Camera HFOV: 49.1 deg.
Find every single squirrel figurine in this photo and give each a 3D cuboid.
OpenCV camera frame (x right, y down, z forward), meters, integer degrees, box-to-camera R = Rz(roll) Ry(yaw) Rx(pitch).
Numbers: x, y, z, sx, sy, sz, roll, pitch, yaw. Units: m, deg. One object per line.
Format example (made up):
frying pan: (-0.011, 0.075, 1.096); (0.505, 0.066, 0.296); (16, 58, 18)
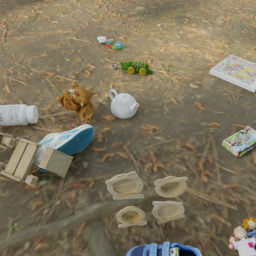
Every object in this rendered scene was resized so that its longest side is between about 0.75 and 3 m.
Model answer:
squirrel figurine: (-1.769, -1.045, 10.966); (1.140, 1.611, 1.504); (-45, 25, -28)

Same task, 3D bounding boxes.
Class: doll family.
doll family: (3.757, 2.978, 7.404); (2.210, 0.996, 1.372); (-18, 52, 5)

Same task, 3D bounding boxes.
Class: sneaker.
sneaker: (0.926, 3.233, 7.048); (1.974, 0.812, 0.730); (1, 45, 3)
sneaker: (-2.297, 0.484, 9.919); (2.475, 0.947, 1.000); (-31, 49, -31)

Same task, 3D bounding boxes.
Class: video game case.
video game case: (5.645, -2.784, 13.896); (2.386, 0.273, 2.171); (32, 51, 30)

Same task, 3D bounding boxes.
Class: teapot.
teapot: (-0.185, -1.042, 11.583); (1.202, 0.878, 1.186); (-2, 43, -1)

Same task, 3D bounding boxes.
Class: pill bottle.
pill bottle: (-4.372, -0.504, 11.036); (1.463, 0.829, 0.829); (-2, 43, -2)

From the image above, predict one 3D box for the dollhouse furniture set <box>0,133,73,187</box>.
dollhouse furniture set: (-3.349, 1.108, 9.357); (2.541, 1.125, 1.317); (14, 75, 26)

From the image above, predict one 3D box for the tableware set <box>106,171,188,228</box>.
tableware set: (0.542, 1.923, 7.350); (1.984, 2.375, 0.276); (-7, 39, 2)

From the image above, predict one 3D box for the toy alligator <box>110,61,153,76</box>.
toy alligator: (0.180, -3.104, 14.043); (2.241, 0.538, 0.743); (9, 43, 9)

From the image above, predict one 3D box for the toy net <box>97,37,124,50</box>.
toy net: (-1.133, -4.816, 16.072); (1.740, 0.336, 0.913); (25, 51, 27)

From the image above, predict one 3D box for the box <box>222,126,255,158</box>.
box: (4.291, 0.494, 10.397); (1.426, 0.248, 0.785); (-25, 48, -25)
